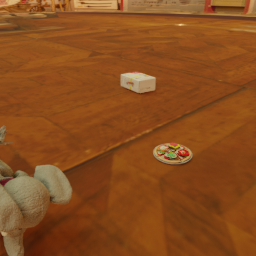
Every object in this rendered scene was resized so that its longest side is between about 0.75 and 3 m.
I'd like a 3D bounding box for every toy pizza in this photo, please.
[{"bbox_3d":[0.953,0.506,5.965,0.825,0.131,0.825,0,27,0],"label":"toy pizza"}]

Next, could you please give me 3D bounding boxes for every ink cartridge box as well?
[{"bbox_3d":[0.354,-1.614,9.807,0.772,0.444,1.063,-17,31,-34],"label":"ink cartridge box"}]

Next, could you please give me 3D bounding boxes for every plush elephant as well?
[{"bbox_3d":[-1.489,0.921,3.420,1.304,1.685,1.388,30,16,29],"label":"plush elephant"}]
